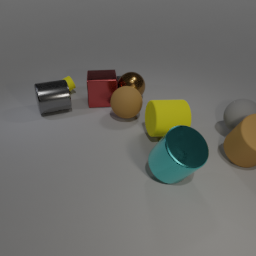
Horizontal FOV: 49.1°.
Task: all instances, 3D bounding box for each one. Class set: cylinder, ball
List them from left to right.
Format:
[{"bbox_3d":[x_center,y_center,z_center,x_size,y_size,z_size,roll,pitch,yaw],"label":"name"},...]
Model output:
[{"bbox_3d":[-3.432,-1.425,12.782,1.400,1.400,1.400,-12,33,-19],"label":"cylinder"},{"bbox_3d":[-3.188,-2.228,14.516,0.700,0.700,0.700,-33,40,-14],"label":"cylinder"},{"bbox_3d":[-0.063,-1.115,12.160,1.400,1.400,1.400,0,31,0],"label":"ball"},{"bbox_3d":[0.163,-2.075,13.880,1.400,1.400,1.400,0,31,0],"label":"ball"},{"bbox_3d":[1.521,-0.390,10.872,1.400,1.400,1.400,-2,31,-15],"label":"cylinder"},{"bbox_3d":[1.508,0.837,8.590,1.400,1.400,1.400,9,59,-15],"label":"cylinder"},{"bbox_3d":[4.443,-0.440,10.873,1.400,1.400,1.400,0,31,0],"label":"ball"},{"bbox_3d":[4.114,0.446,9.284,1.400,1.400,1.400,3,64,-5],"label":"cylinder"}]

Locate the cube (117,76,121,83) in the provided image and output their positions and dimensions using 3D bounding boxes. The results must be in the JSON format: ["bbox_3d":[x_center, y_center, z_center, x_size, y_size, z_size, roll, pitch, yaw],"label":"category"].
[{"bbox_3d":[-0.379,-2.332,14.961,0.700,0.700,0.700,-6,32,-12],"label":"cube"}]

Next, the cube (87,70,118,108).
[{"bbox_3d":[-1.249,-1.933,13.636,1.400,1.400,1.400,-3,31,-5],"label":"cube"}]
